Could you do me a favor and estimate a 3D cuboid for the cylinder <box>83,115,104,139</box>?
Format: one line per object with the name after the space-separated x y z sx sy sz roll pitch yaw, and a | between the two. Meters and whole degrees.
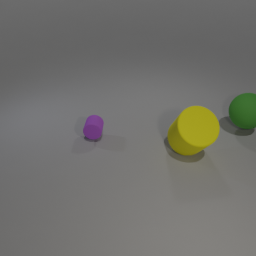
-1.310 -0.035 10.688 0.700 0.700 0.700 1 33 2 | cylinder

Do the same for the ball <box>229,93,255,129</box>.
4.638 -0.659 10.847 1.400 1.400 1.400 0 32 0 | ball

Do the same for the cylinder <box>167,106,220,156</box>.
2.187 0.130 9.564 1.400 1.400 1.400 2 72 -6 | cylinder
